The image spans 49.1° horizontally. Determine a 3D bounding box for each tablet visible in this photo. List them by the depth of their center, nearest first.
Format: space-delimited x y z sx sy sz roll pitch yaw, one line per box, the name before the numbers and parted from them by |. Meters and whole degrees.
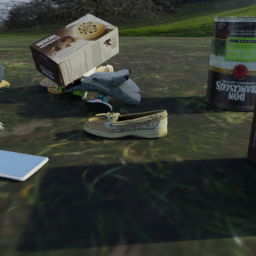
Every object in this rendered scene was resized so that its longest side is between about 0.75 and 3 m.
tablet | -2.597 0.776 6.040 1.465 0.100 0.953 7 23 15

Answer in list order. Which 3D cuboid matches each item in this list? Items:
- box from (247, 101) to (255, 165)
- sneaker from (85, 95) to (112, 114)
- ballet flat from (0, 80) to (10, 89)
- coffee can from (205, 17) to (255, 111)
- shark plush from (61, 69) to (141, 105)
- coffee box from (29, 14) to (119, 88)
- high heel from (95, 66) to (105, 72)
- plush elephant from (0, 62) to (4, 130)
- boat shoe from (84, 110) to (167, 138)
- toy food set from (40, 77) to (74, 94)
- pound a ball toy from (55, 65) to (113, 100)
box | 3.750 0.141 5.057 1.965 1.985 2.393 -3 22 -6
sneaker | -0.848 -0.824 9.618 1.129 0.472 0.682 14 35 35
ballet flat | -6.491 -2.054 12.292 2.333 0.735 0.801 -7 23 -17
coffee can | 4.001 -2.344 9.933 2.192 2.995 2.192 0 22 0
shark plush | -0.980 -1.362 10.031 2.828 1.178 1.285 -4 22 -6
coffee box | -1.480 -2.272 8.077 1.255 0.886 2.220 35 59 26
high heel | -1.590 -2.820 14.098 1.435 0.719 2.013 18 11 24
plush elephant | -4.749 -1.096 8.022 2.709 2.097 2.231 12 25 27
boat shoe | -0.067 -0.178 7.604 2.256 0.707 0.827 0 22 1
toy food set | -2.961 -1.977 12.489 1.827 0.445 1.809 20 29 41
pound a ball toy | -1.659 -2.341 11.737 1.944 1.267 2.982 15 30 -5
